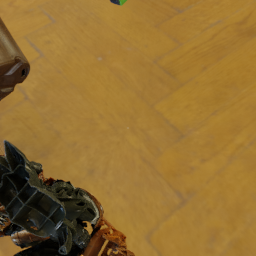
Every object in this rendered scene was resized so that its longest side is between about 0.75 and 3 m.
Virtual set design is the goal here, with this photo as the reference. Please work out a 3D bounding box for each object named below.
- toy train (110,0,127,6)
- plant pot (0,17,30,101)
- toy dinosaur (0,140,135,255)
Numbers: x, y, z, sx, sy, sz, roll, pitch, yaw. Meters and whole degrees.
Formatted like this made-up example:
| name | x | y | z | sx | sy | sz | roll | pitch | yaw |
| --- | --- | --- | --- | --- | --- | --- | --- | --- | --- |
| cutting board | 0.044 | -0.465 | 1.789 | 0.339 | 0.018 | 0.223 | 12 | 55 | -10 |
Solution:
| name | x | y | z | sx | sy | sz | roll | pitch | yaw |
| --- | --- | --- | --- | --- | --- | --- | --- | --- | --- |
| toy train | -0.447 | -4.268 | 6.649 | 0.609 | 2.919 | 0.823 | 32 | 73 | 27 |
| plant pot | -3.353 | -1.653 | 5.334 | 2.448 | 2.448 | 2.423 | -37 | 93 | -21 |
| toy dinosaur | -0.807 | 0.972 | 3.043 | 2.850 | 1.935 | 1.456 | 6 | 82 | 16 |
